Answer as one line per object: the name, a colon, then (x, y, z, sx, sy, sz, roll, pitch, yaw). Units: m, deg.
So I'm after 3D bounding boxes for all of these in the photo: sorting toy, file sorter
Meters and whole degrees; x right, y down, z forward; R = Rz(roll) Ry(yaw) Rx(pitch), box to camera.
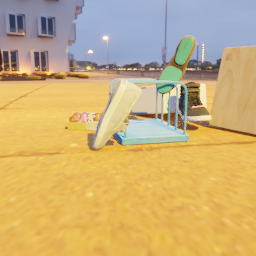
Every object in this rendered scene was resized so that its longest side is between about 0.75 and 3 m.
sorting toy: (3.415, -0.943, 7.276, 0.764, 2.196, 2.182, 6, 7, -37)
file sorter: (0.390, -0.542, 7.224, 1.584, 1.400, 2.283, -3, 13, -12)

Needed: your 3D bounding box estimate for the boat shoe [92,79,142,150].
boat shoe: (-0.222, -0.160, 5.535, 0.582, 1.634, 0.570, 21, 28, -14)

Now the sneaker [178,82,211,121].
sneaker: (1.860, -0.790, 8.050, 0.717, 1.005, 2.027, -2, 14, -3)

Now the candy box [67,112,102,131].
candy box: (-1.143, -0.204, 7.882, 1.007, 0.284, 0.588, 2, 34, 7)

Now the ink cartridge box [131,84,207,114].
ink cartridge box: (1.508, -1.072, 10.313, 2.332, 0.982, 1.686, -8, 7, -38)

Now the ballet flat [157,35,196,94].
ballet flat: (1.224, -1.531, 6.939, 0.520, 1.534, 0.555, 29, 17, 14)
